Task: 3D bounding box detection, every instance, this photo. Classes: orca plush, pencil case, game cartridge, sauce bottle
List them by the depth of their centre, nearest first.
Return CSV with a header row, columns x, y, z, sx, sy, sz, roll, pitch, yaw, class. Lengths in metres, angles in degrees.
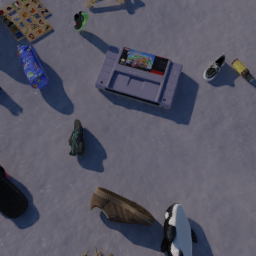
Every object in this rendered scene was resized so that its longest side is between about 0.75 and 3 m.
x,y,z,sx,sy,sz,roll,pitch,yaw,class
1.413,3.514,8.130,1.287,0.870,2.447,-1,67,-49,orca plush
-3.438,-2.242,10.090,0.651,0.724,1.668,-11,66,-45,pencil case
0.405,-1.904,10.104,2.808,0.539,1.820,16,75,6,game cartridge
4.203,-2.106,10.246,0.318,0.318,0.983,-30,72,-10,sauce bottle

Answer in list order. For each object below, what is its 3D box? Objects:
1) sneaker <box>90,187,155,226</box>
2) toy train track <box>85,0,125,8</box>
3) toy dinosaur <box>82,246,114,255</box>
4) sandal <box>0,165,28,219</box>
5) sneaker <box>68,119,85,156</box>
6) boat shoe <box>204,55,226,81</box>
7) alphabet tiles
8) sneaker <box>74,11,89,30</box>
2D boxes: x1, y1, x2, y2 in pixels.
x,y,z,sx,sy,sz,roll,pitch,yaw,class
-0.197,2.547,8.476,2.018,0.711,0.762,26,94,10,sneaker
-0.823,-5.347,11.463,1.927,0.313,1.105,-23,79,-2,toy train track
-1.061,3.875,8.046,1.298,0.378,0.656,-30,74,-10,toy dinosaur
-4.239,1.661,8.806,1.057,0.634,2.814,-41,90,-8,sandal
-1.736,0.311,9.280,0.518,0.493,1.307,-8,70,-1,sneaker
3.200,-2.221,10.246,1.144,0.391,0.422,-42,75,-14,boat shoe
-4.012,-4.395,11.211,1.762,0.080,2.108,-37,74,-13,alphabet tiles
-1.810,-4.066,10.518,0.472,1.127,0.433,33,69,-19,sneaker
